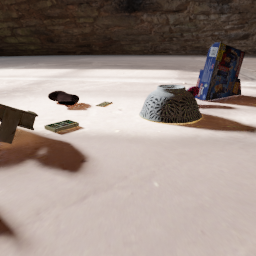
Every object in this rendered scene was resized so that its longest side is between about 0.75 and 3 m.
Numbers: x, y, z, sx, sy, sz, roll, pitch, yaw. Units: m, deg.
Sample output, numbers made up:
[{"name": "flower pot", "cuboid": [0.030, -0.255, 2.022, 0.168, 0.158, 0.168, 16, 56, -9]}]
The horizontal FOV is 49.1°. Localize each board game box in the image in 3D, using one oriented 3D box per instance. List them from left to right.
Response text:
[{"name": "board game box", "cuboid": [4.281, -2.326, 12.563, 2.450, 2.452, 0.756, 5, 13, -37]}]

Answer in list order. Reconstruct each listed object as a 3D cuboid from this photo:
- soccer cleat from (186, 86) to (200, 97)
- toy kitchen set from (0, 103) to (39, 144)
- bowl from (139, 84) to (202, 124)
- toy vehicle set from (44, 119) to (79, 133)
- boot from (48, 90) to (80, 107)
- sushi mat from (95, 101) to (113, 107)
[{"name": "soccer cleat", "cuboid": [2.301, -1.418, 11.435, 1.361, 0.475, 0.587, -27, 37, -24]}, {"name": "toy kitchen set", "cuboid": [-3.009, -0.115, 7.209, 1.072, 0.874, 0.967, 18, 0, -25]}, {"name": "bowl", "cuboid": [1.458, -0.924, 9.562, 2.169, 1.018, 2.169, 1, 17, 0]}, {"name": "toy vehicle set", "cuboid": [-1.969, -0.068, 8.344, 0.548, 0.117, 0.882, 15, 23, 39]}, {"name": "boot", "cuboid": [-2.651, -1.174, 11.186, 1.360, 0.492, 1.131, 3, 16, 0]}, {"name": "sushi mat", "cuboid": [-0.959, -0.971, 11.292, 0.402, 0.051, 0.840, 6, 19, 22]}]
